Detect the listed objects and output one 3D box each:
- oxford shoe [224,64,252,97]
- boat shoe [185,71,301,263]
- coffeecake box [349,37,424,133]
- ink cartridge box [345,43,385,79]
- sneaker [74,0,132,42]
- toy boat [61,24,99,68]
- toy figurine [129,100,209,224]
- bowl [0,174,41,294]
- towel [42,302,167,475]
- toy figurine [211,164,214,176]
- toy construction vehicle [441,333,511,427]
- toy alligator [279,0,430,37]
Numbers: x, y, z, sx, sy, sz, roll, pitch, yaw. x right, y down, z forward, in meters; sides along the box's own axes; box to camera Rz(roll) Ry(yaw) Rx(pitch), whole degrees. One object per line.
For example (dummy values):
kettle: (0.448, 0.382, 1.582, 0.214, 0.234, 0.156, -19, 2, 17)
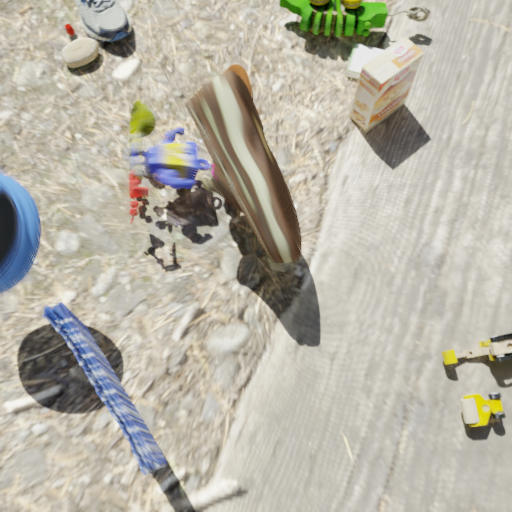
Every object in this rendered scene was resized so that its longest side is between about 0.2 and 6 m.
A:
oxford shoe: (-0.511, -3.143, 11.396, 0.772, 0.772, 2.165, 6, 66, 4)
boat shoe: (-0.264, -1.303, 9.186, 1.189, 1.187, 3.214, -21, 82, 18)
coffeecake box: (2.536, -3.347, 11.057, 1.161, 1.513, 0.553, -38, 72, -14)
ink cartridge box: (2.539, -4.115, 12.065, 1.067, 0.256, 0.777, 16, 68, 7)
sneaker: (-3.656, -5.867, 12.318, 1.047, 1.157, 2.716, -29, 71, -11)
toy boat: (-3.871, -4.556, 12.197, 0.836, 0.462, 0.994, -26, 77, -6)
toy figurine: (-1.626, -1.759, 10.474, 1.455, 1.281, 2.428, 1, 49, -14)
bowl: (-3.947, -0.321, 8.000, 1.798, 0.353, 1.798, -1, 87, 15)
towel: (-2.080, 1.908, 7.914, 0.308, 1.869, 2.581, -32, 77, -14)
toy figurine: (-0.395, -1.486, 10.453, 0.896, 0.974, 0.731, 32, 94, 14)
toy construction vehicle: (4.117, 2.095, 9.347, 1.736, 0.611, 1.511, -12, 79, -2)
toy alligator: (2.094, -5.119, 12.094, 3.298, 0.978, 0.895, 8, 67, 3)
